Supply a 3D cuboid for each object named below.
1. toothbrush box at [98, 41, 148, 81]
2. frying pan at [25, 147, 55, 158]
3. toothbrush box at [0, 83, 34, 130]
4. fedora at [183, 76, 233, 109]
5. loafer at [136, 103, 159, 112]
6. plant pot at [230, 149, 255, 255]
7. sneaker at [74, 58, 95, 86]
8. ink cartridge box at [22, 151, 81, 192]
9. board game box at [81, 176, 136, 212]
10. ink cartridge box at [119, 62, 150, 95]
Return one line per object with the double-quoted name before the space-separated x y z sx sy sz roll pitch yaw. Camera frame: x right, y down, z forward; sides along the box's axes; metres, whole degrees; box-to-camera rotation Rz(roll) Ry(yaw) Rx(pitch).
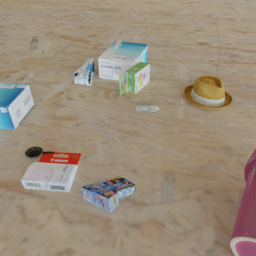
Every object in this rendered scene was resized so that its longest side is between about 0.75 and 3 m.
"toothbrush box" -0.188 -3.406 14.116 1.837 1.070 2.509 10 37 14
"frying pan" -2.875 0.774 9.153 0.931 0.151 0.563 -10 36 -13
"toothbrush box" -5.173 -0.918 10.715 2.442 1.041 1.787 4 36 6
"fedora" 3.424 -1.627 11.849 2.153 0.878 2.153 0 37 0
"loafer" 0.776 -0.852 11.249 0.937 0.328 0.327 5 44 8
"plant pot" 3.499 1.853 5.782 2.780 2.780 2.489 27 59 32
"sneaker" -2.142 -2.753 13.533 0.912 0.789 2.104 -3 36 6
"ink cartridge box" -2.233 1.153 8.448 1.335 0.469 1.643 3 40 4
"board game box" -0.434 1.696 7.209 1.197 0.369 1.196 -11 13 -26
"ink cartridge box" 0.328 -2.191 12.553 0.543 0.950 1.831 19 40 26
